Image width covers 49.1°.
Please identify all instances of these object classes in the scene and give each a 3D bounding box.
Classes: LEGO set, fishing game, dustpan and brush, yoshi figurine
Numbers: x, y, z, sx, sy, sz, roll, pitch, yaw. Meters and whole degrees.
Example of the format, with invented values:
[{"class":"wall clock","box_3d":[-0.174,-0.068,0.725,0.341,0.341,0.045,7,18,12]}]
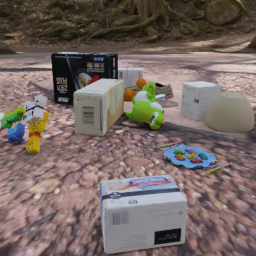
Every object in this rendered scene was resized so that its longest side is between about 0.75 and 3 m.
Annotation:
[{"class":"LEGO set","box_3d":[-3.082,0.174,8.003,2.712,1.113,1.035,-20,-28,27]},{"class":"fishing game","box_3d":[1.662,0.697,7.635,1.430,0.310,1.997,-8,20,-30]},{"class":"dustpan and brush","box_3d":[1.123,-1.335,12.978,2.190,0.627,1.528,-13,23,-35]},{"class":"yoshi figurine","box_3d":[0.529,-0.948,10.468,1.395,1.400,2.492,-13,39,-9]}]

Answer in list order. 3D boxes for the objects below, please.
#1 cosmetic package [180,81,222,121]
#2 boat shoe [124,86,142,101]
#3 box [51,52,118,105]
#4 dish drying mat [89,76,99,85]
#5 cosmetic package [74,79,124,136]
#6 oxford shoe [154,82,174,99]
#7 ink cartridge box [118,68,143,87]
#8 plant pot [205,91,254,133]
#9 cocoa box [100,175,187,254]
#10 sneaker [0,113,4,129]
[{"class":"cosmetic package","box_3d":[2.906,-1.116,11.261,1.106,1.341,1.105,-9,21,-25]},{"class":"boat shoe","box_3d":[-0.355,-1.878,14.177,2.818,0.887,1.028,6,20,16]},{"class":"box","box_3d":[-2.001,-2.331,13.232,2.893,2.369,1.246,7,20,17]},{"class":"dish drying mat","box_3d":[-1.400,-1.742,11.679,0.116,0.489,1.273,41,-14,9]},{"class":"cosmetic package","box_3d":[-0.963,-0.875,10.382,1.020,1.510,2.871,5,21,12]},{"class":"oxford shoe","box_3d":[1.316,-1.990,14.424,2.223,0.831,0.783,6,28,32]},{"class":"ink cartridge box","box_3d":[-0.014,-2.752,16.067,1.807,1.308,0.759,2,19,6]},{"class":"plant pot","box_3d":[3.716,-0.690,10.128,1.703,1.143,1.703,-1,24,0]},{"class":"cocoa box","box_3d":[0.208,1.393,4.684,1.312,0.875,0.861,-3,19,-10]},{"class":"sneaker","box_3d":[-4.620,-0.272,9.882,0.925,0.787,2.090,1,14,-35]}]
